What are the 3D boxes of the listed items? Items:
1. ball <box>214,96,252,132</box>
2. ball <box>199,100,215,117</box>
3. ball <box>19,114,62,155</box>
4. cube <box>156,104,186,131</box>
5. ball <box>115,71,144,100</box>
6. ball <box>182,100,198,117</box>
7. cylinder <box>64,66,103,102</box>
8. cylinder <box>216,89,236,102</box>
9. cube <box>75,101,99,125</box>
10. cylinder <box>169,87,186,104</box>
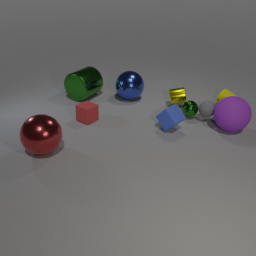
[{"bbox_3d":[4.073,-0.549,10.937,1.400,1.400,1.400,0,29,0],"label":"ball"},{"bbox_3d":[3.302,-0.801,11.660,0.700,0.700,0.700,0,29,0],"label":"ball"},{"bbox_3d":[-2.956,0.227,9.560,1.400,1.400,1.400,0,29,0],"label":"ball"},{"bbox_3d":[1.673,-0.412,10.984,0.700,0.700,0.700,-25,81,-39],"label":"cube"},{"bbox_3d":[0.086,-2.069,13.606,1.400,1.400,1.400,0,29,0],"label":"ball"},{"bbox_3d":[2.645,-0.825,11.947,0.700,0.700,0.700,0,29,0],"label":"ball"},{"bbox_3d":[-2.178,-2.190,13.828,1.400,1.400,1.400,16,33,26],"label":"cylinder"},{"bbox_3d":[4.539,-1.317,12.816,0.700,0.700,0.700,-26,56,-38],"label":"cylinder"},{"bbox_3d":[-1.715,-0.657,11.787,0.700,0.700,0.700,21,32,32],"label":"cube"},{"bbox_3d":[2.283,-1.472,12.848,0.700,0.700,0.700,-8,28,9],"label":"cylinder"}]
